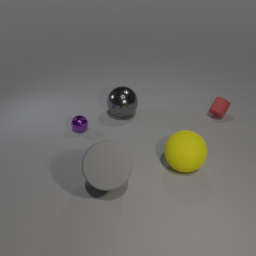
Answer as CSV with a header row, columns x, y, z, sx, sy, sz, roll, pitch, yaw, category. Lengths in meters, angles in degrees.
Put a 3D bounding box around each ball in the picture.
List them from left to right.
x,y,z,sx,sy,sz,roll,pitch,yaw,category
-2.014,-0.182,11.665,0.700,0.700,0.700,0,32,0,ball
-0.248,-1.172,12.591,1.400,1.400,1.400,0,32,0,ball
1.925,0.777,9.373,1.400,1.400,1.400,0,32,0,ball

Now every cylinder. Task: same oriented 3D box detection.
x,y,z,sx,sy,sz,roll,pitch,yaw,category
-0.591,1.102,8.425,1.400,1.400,1.400,0,-6,-1,cylinder
4.143,-0.943,12.638,0.700,0.700,0.700,31,-2,1,cylinder
